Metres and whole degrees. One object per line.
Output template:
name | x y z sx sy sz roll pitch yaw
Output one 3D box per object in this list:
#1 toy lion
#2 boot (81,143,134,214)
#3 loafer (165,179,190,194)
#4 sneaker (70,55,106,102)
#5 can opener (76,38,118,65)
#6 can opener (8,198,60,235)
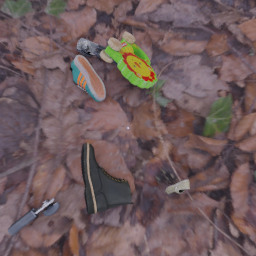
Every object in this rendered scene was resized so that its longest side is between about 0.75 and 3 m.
toy lion | 0.180 -2.009 8.560 1.810 0.648 1.888 41 34 -3
boot | -0.584 1.297 7.678 1.289 0.722 1.864 -5 84 -15
loafer | 1.338 1.639 7.553 0.316 0.835 0.285 0 61 -38
sneaker | -1.289 -1.440 8.798 0.595 0.666 1.666 -15 70 -47
can opener | -0.935 -2.472 9.261 1.572 0.526 0.419 21 74 -8
can opener | -2.528 2.447 7.626 1.448 0.386 0.484 -38 94 -4
